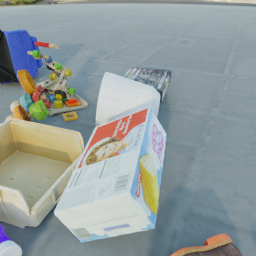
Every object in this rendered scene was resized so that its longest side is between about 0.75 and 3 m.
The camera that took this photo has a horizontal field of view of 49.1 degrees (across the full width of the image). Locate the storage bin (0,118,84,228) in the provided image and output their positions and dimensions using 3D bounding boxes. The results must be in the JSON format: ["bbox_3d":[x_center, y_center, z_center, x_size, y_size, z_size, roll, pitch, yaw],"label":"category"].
[{"bbox_3d":[-2.556,0.930,6.689,2.345,1.107,2.363,10,31,18],"label":"storage bin"}]

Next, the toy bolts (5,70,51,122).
[{"bbox_3d":[-3.631,-0.928,9.585,1.353,1.863,1.950,-24,15,-1],"label":"toy bolts"}]

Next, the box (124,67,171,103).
[{"bbox_3d":[0.695,-1.800,11.350,1.794,0.547,2.265,8,32,13],"label":"box"}]

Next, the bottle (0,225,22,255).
[{"bbox_3d":[-3.104,1.913,5.189,2.590,0.846,1.082,17,42,26],"label":"bottle"}]

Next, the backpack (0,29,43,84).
[{"bbox_3d":[-5.614,-3.230,12.970,2.832,2.301,2.376,2,17,27],"label":"backpack"}]

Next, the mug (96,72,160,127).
[{"bbox_3d":[0.064,-0.897,9.353,1.873,1.828,2.282,9,36,1],"label":"mug"}]

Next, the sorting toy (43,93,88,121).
[{"bbox_3d":[-2.542,-1.029,10.869,1.553,0.376,2.758,-19,35,-29],"label":"sorting toy"}]

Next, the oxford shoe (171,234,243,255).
[{"bbox_3d":[1.147,2.391,4.581,1.947,0.693,0.706,-15,38,-24],"label":"oxford shoe"}]

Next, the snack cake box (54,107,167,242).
[{"bbox_3d":[-0.198,0.852,6.091,1.659,0.969,2.884,-21,27,25],"label":"snack cake box"}]

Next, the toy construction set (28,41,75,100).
[{"bbox_3d":[-2.724,-2.070,10.736,1.730,2.252,1.878,12,35,18],"label":"toy construction set"}]
